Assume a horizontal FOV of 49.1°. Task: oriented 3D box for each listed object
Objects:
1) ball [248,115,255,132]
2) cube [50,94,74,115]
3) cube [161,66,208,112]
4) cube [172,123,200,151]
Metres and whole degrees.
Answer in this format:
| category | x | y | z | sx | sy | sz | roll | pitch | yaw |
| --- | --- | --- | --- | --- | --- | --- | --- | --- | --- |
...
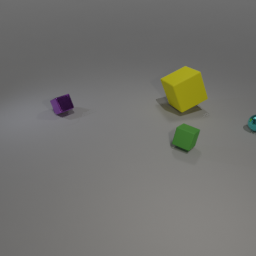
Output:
| category | x | y | z | sx | sy | sz | roll | pitch | yaw |
| --- | --- | --- | --- | --- | --- | --- | --- | --- | --- |
| ball | 5.248 | -0.203 | 11.398 | 0.700 | 0.700 | 0.700 | 0 | 31 | 0 |
| cube | -2.995 | -1.075 | 12.734 | 0.700 | 0.700 | 0.700 | -26 | 9 | -36 |
| cube | 2.557 | -1.798 | 12.839 | 1.400 | 1.400 | 1.400 | -28 | 28 | -5 |
| cube | 2.146 | 0.324 | 10.345 | 0.700 | 0.700 | 0.700 | 23 | 24 | 25 |
